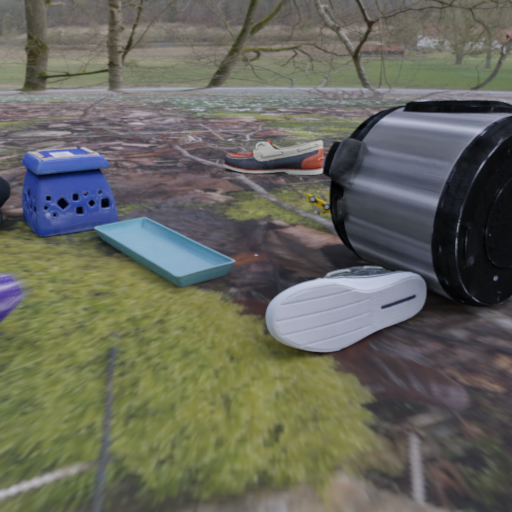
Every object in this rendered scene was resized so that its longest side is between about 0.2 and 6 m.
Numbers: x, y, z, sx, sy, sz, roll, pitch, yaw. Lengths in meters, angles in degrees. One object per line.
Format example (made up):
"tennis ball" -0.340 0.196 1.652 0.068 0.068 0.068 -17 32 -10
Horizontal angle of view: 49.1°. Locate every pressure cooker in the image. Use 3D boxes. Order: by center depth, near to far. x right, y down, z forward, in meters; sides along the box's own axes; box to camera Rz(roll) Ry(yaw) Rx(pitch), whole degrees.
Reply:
"pressure cooker" 2.293 -0.798 7.452 2.424 2.386 2.713 -34 31 -19

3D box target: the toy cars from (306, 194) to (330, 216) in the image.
"toy cars" 1.370 -0.713 9.717 1.220 0.270 0.547 23 13 -21

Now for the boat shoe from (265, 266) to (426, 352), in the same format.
"boat shoe" 0.931 0.554 6.293 2.132 0.769 0.756 -5 12 -32

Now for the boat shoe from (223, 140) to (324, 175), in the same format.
"boat shoe" 0.432 -2.568 14.438 2.641 0.826 0.940 4 22 13

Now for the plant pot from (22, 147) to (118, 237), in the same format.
"plant pot" -3.416 -1.226 10.115 1.459 1.312 1.459 -11 23 -31

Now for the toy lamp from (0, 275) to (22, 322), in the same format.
"toy lamp" -3.159 0.782 5.338 0.556 0.556 1.909 16 39 37

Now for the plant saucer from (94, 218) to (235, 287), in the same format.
"plant saucer" -1.500 -0.107 8.633 0.970 0.263 2.774 -15 26 -35

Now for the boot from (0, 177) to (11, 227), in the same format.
"boot" -5.624 -0.944 9.889 2.316 0.884 1.946 0 23 -21
